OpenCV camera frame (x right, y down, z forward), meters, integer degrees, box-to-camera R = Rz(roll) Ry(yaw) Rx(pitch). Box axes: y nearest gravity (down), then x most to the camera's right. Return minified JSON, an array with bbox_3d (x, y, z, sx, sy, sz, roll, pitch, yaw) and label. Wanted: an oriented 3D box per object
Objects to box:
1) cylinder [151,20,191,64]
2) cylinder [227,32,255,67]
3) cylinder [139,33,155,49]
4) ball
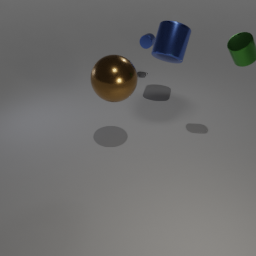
[{"bbox_3d":[1.851,-3.661,12.038,1.400,1.400,1.400,16,4,-1],"label":"cylinder"},{"bbox_3d":[3.293,-2.247,8.030,0.700,0.700,0.700,-20,49,26],"label":"cylinder"},{"bbox_3d":[1.046,-4.642,14.923,0.700,0.700,0.700,11,30,17],"label":"cylinder"},{"bbox_3d":[-0.414,-1.466,8.341,1.400,1.400,1.400,0,32,0],"label":"ball"}]
